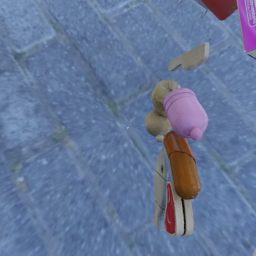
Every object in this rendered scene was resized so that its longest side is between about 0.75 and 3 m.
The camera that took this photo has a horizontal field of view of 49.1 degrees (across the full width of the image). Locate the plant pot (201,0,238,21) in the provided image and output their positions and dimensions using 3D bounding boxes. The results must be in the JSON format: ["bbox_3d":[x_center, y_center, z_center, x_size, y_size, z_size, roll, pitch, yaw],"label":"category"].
[{"bbox_3d":[1.589,-3.219,4.778,1.790,2.023,2.023,35,70,-6],"label":"plant pot"}]

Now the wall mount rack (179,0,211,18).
[{"bbox_3d":[1.529,-2.841,5.848,0.972,0.362,0.844,30,90,-12],"label":"wall mount rack"}]

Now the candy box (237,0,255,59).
[{"bbox_3d":[2.291,-1.473,3.726,2.247,0.685,1.532,10,72,-40],"label":"candy box"}]

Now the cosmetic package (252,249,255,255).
[{"bbox_3d":[2.376,1.510,3.127,1.467,1.156,2.726,27,87,15],"label":"cosmetic package"}]

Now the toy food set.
[{"bbox_3d":[0.425,0.217,2.855,0.311,1.254,1.973,2,91,-13],"label":"toy food set"}]
